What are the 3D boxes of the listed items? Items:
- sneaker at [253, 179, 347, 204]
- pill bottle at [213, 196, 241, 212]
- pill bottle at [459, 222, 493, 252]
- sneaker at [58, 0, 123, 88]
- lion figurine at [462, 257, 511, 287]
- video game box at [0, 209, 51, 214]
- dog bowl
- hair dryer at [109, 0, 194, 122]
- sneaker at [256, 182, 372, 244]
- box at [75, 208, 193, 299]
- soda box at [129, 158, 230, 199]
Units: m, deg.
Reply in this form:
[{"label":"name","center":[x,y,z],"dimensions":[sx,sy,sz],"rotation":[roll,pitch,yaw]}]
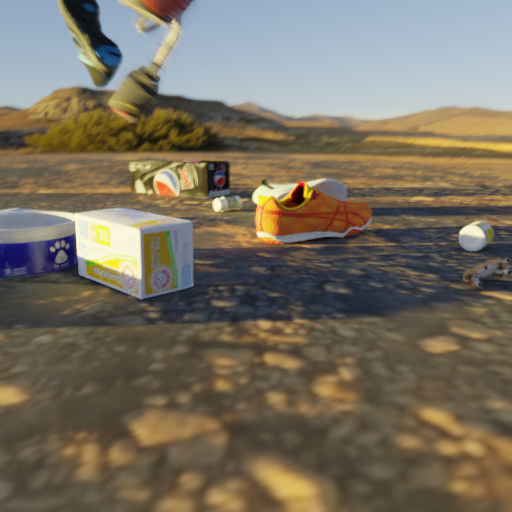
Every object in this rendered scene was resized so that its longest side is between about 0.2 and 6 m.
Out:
[{"label":"sneaker","center":[1.075,-1.584,14.121],"dimensions":[2.337,0.860,1.379],"rotation":[-10,22,-29]},{"label":"pill bottle","center":[-0.729,-1.306,14.165],"dimensions":[0.650,0.370,0.370],"rotation":[-9,16,-38]},{"label":"pill bottle","center":[3.887,-0.356,9.821],"dimensions":[0.459,0.459,0.819],"rotation":[9,15,34]},{"label":"sneaker","center":[-2.725,-3.484,8.886],"dimensions":[0.633,1.729,0.708],"rotation":[-16,-16,-34]},{"label":"lion figurine","center":[3.091,0.219,7.627],"dimensions":[0.897,0.325,0.549],"rotation":[-10,0,-17]},{"label":"video game box","center":[-5.214,-0.799,12.161],"dimensions":[1.247,0.292,1.136],"rotation":[6,17,24]},{"label":"dog bowl","center":[-3.609,-0.218,8.658],"dimensions":[1.782,0.702,1.782],"rotation":[0,13,0]},{"label":"hair dryer","center":[-0.732,-2.382,4.395],"dimensions":[0.627,1.757,2.307],"rotation":[18,-36,-21]},{"label":"sneaker","center":[1.244,-0.879,10.771],"dimensions":[2.819,1.087,1.029],"rotation":[-8,14,-39]},{"label":"box","center":[-1.661,-0.083,7.562],"dimensions":[0.831,0.922,1.639],"rotation":[-12,18,-43]},{"label":"soda box","center":[-2.484,-2.515,17.855],"dimensions":[3.387,1.073,1.199],"rotation":[8,16,35]}]
